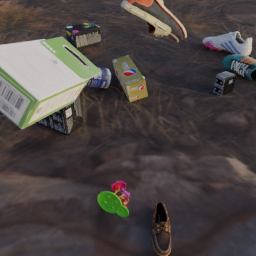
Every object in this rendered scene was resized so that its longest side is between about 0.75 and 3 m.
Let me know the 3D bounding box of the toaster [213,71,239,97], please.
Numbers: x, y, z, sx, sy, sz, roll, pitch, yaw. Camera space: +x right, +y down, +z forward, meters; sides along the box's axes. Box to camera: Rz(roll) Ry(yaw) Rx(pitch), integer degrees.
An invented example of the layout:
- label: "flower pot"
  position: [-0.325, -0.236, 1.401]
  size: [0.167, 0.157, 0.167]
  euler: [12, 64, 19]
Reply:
- label: "toaster"
  position: [3.816, -1.757, 10.995]
  size: [0.874, 0.791, 0.519]
  euler: [-23, 42, -28]

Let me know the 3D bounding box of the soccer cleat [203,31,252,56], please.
- label: "soccer cleat"
  position: [5.093, -4.465, 14.325]
  size: [0.938, 1.159, 2.685]
  euler: [-29, 45, -33]

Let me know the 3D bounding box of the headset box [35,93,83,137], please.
- label: "headset box"
  position: [-2.640, -0.917, 9.141]
  size: [2.240, 1.667, 0.865]
  euler: [21, 40, 26]

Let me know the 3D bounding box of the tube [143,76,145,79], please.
- label: "tube"
  position: [0.499, -1.896, 11.696]
  size: [0.205, 0.230, 0.791]
  euler: [40, 45, -13]

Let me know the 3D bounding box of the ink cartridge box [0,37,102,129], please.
- label: "ink cartridge box"
  position: [-1.558, -0.975, 5.234]
  size: [1.216, 0.694, 2.342]
  euler: [40, 29, 1]

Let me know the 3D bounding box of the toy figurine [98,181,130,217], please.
- label: "toy figurine"
  position: [-0.202, 1.625, 6.767]
  size: [0.828, 0.622, 0.762]
  euler: [33, 34, 6]

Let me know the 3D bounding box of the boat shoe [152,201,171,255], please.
- label: "boat shoe"
  position: [0.709, 2.152, 6.085]
  size: [0.410, 0.410, 1.165]
  euler: [-2, 38, -3]

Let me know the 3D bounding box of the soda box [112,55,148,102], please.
- label: "soda box"
  position: [0.044, -2.034, 11.259]
  size: [0.760, 0.804, 2.374]
  euler: [-19, 39, -4]

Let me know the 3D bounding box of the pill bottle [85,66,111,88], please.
- label: "pill bottle"
  position: [-1.474, -2.028, 11.065]
  size: [1.439, 0.799, 0.799]
  euler: [1, 33, -28]

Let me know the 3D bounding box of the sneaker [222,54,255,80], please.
- label: "sneaker"
  position: [5.135, -2.594, 12.107]
  size: [2.251, 0.803, 0.899]
  euler: [21, 37, 24]

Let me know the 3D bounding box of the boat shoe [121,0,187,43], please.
- label: "boat shoe"
  position: [0.803, -3.048, 7.879]
  size: [2.594, 0.812, 0.923]
  euler: [22, 21, -52]

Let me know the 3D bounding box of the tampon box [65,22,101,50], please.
- label: "tampon box"
  position: [-2.411, -5.015, 15.211]
  size: [1.556, 0.982, 1.166]
  euler: [-24, 43, -29]
